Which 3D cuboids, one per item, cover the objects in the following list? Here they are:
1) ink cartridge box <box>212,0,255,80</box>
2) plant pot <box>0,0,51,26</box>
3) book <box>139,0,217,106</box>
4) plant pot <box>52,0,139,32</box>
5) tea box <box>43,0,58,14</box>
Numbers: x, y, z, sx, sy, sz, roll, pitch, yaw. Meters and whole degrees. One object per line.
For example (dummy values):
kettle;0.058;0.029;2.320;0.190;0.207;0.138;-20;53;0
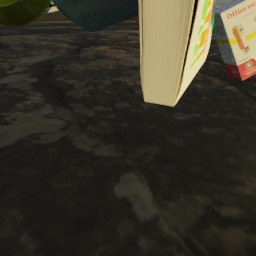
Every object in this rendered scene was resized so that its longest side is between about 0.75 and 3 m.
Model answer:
ink cartridge box;3.146;-2.444;7.414;1.366;1.882;0.785;-28;21;2
plant pot;-2.790;-3.364;6.157;2.203;2.203;2.121;-6;23;-12
book;0.843;-1.617;3.839;0.676;1.878;2.811;12;27;17
plant pot;-0.536;-2.708;4.436;1.717;1.712;1.749;-10;6;25
tea box;-2.302;-4.646;8.841;1.775;1.206;1.805;-23;16;36
